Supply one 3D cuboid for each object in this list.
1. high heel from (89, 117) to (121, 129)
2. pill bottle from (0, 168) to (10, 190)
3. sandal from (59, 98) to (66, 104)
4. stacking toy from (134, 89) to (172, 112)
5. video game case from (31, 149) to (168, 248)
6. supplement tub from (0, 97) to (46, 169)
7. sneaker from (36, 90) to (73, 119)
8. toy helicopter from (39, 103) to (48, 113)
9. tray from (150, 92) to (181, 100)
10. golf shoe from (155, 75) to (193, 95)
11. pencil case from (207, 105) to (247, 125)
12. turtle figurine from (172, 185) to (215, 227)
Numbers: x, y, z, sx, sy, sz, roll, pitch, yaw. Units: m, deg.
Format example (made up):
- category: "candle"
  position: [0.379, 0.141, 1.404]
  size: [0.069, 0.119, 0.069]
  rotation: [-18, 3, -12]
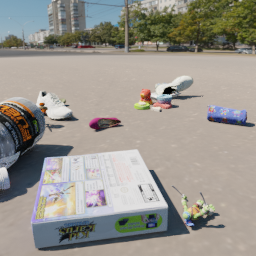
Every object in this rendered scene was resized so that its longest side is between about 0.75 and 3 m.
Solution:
- category: "high heel"
  position: [-0.929, -0.227, 11.452]
  size: [0.680, 0.477, 1.414]
  rotation: [1, 12, 37]
- category: "pill bottle"
  position: [-3.512, 1.338, 6.591]
  size: [1.271, 0.691, 0.691]
  rotation: [-12, 22, -31]
- category: "sandal"
  position: [-3.744, -1.288, 14.567]
  size: [0.625, 0.449, 1.574]
  rotation: [3, 28, 10]
- category: "stacking toy"
  position: [1.287, -1.515, 14.772]
  size: [1.941, 0.820, 1.757]
  rotation: [9, 21, 26]
- category: "video game case"
  position: [-0.714, 1.404, 6.458]
  size: [2.536, 0.636, 2.797]
  rotation: [-3, 19, -10]
- category: "supplement tub"
  position: [-3.759, 0.222, 8.233]
  size: [1.757, 1.757, 2.867]
  rotation: [2, 20, 7]
- category: "sneaker"
  position: [-3.476, -1.057, 12.982]
  size: [2.331, 1.015, 0.868]
  rotation: [22, 22, 29]
- category: "toy helicopter"
  position: [-3.820, -0.726, 11.582]
  size: [1.014, 0.400, 0.670]
  rotation: [-11, -7, -5]
- category: "tray"
  position: [2.154, -1.991, 17.088]
  size: [2.089, 0.232, 1.122]
  rotation: [-14, 22, -35]
- category: "golf shoe"
  position: [2.905, -2.402, 16.793]
  size: [2.496, 0.977, 1.213]
  rotation: [-20, 25, -6]
- category: "pencil case"
  position: [4.303, -0.582, 12.210]
  size: [1.695, 0.661, 0.736]
  rotation: [11, 54, 26]
- category: "turtle figurine"
  position: [1.450, 1.567, 5.841]
  size: [0.627, 0.871, 0.845]
  rotation: [-24, -23, 36]
